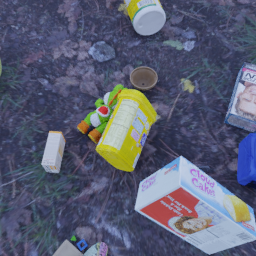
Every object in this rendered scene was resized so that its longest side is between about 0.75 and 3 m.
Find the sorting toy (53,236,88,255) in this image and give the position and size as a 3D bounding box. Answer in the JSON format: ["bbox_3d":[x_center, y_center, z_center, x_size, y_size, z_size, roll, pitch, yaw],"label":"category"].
[{"bbox_3d":[-1.991,4.253,9.176,0.850,0.206,1.509,33,67,20],"label":"sorting toy"}]

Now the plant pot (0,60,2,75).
[{"bbox_3d":[-7.216,-2.578,11.617,2.648,2.478,2.478,-15,61,19],"label":"plant pot"}]

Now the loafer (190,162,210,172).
[{"bbox_3d":[2.546,1.433,10.605,1.046,0.376,0.329,5,43,-4],"label":"loafer"}]

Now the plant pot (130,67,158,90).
[{"bbox_3d":[0.675,-2.065,12.280,1.191,0.550,1.191,0,63,-1],"label":"plant pot"}]

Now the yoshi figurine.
[{"bbox_3d":[-0.865,-0.613,11.373,2.489,1.399,1.393,-52,34,-8],"label":"yoshi figurine"}]

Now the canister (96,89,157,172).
[{"bbox_3d":[-0.018,0.116,10.414,1.092,1.874,2.524,5,60,36],"label":"canister"}]

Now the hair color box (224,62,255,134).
[{"bbox_3d":[5.129,-1.306,11.712,1.409,0.853,2.818,20,64,10],"label":"hair color box"}]

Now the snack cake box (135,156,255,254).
[{"bbox_3d":[1.814,2.166,7.462,2.838,1.632,0.954,36,40,-18],"label":"snack cake box"}]

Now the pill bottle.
[{"bbox_3d":[0.689,-6.128,13.812,1.607,1.607,2.850,-14,64,-7],"label":"pill bottle"}]

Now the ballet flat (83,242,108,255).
[{"bbox_3d":[-1.407,4.523,8.664,2.184,0.777,0.755,-39,98,-18],"label":"ballet flat"}]

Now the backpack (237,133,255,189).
[{"bbox_3d":[5.285,1.290,9.773,2.322,1.948,1.887,13,70,3],"label":"backpack"}]

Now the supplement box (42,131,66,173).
[{"bbox_3d":[-2.783,0.909,10.548,0.498,0.854,1.356,5,62,1],"label":"supplement box"}]
